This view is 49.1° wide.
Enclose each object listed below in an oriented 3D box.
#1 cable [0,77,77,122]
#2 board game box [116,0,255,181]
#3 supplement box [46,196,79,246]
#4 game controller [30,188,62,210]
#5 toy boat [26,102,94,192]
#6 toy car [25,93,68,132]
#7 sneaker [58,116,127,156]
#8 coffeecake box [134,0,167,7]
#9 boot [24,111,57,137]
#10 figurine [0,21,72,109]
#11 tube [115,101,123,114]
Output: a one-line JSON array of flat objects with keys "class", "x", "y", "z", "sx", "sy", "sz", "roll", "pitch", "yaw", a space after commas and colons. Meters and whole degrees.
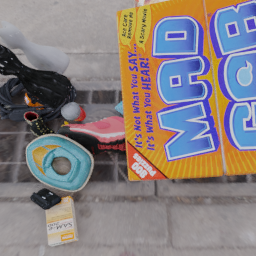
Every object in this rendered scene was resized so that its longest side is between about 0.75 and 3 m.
[{"class": "cable", "x": -2.871, "y": -1.030, "z": 9.006, "sx": 2.426, "sy": 0.616, "sz": 1.979, "roll": -10, "pitch": 50, "yaw": -9}, {"class": "board game box", "x": 1.624, "y": -0.561, "z": 5.613, "sx": 2.904, "sy": 2.903, "sz": 2.906, "roll": -7, "pitch": 81, "yaw": 13}, {"class": "supplement box", "x": -1.709, "y": 2.385, "z": 7.196, "sx": 0.689, "sy": 0.402, "sz": 1.093, "roll": -13, "pitch": 62, "yaw": -5}, {"class": "game controller", "x": -2.148, "y": 1.839, "z": 7.313, "sx": 0.521, "sy": 0.210, "sz": 0.998, "roll": -16, "pitch": 18, "yaw": -39}, {"class": "toy boat", "x": -1.764, "y": 0.455, "z": 7.544, "sx": 1.974, "sy": 1.091, "sz": 2.348, "roll": 19, "pitch": 87, "yaw": 9}, {"class": "toy car", "x": -2.581, "y": -0.367, "z": 8.555, "sx": 1.719, "sy": 0.843, "sz": 0.572, "roll": 43, "pitch": 101, "yaw": 28}, {"class": "sneaker", "x": -0.700, "y": 0.155, "z": 8.310, "sx": 2.598, "sy": 0.957, "sz": 1.127, "roll": 5, "pitch": 45, "yaw": 1}, {"class": "coffeecake box", "x": 1.251, "y": -4.643, "z": 10.984, "sx": 1.308, "sy": 0.623, "sz": 1.704, "roll": -34, "pitch": 66, "yaw": -17}, {"class": "boot", "x": -2.475, "y": 0.044, "z": 8.210, "sx": 1.209, "sy": 0.913, "sz": 0.436, "roll": 28, "pitch": 65, "yaw": 14}, {"class": "figurine", "x": -2.371, "y": -1.646, "z": 6.811, "sx": 0.836, "sy": 1.896, "sz": 1.943, "roll": -40, "pitch": 40, "yaw": 24}, {"class": "tube", "x": 0.910, "y": -1.345, "z": 9.161, "sx": 1.124, "sy": 0.731, "sz": 2.902, "roll": 35, "pitch": 72, "yaw": 19}]
